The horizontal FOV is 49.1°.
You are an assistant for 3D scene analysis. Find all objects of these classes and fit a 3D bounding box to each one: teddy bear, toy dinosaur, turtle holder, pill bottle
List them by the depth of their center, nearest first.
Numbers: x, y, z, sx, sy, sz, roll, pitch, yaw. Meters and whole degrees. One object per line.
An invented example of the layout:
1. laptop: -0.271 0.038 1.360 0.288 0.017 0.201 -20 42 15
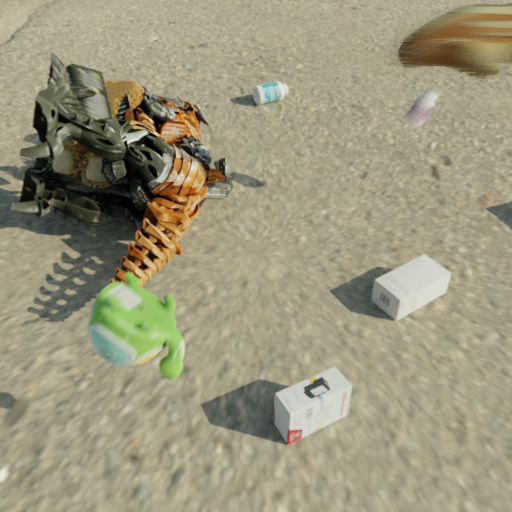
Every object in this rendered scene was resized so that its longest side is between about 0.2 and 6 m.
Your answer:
1. turtle holder: -1.294 0.814 6.139 1.124 0.798 0.854 24 24 -23
2. pill bottle: 2.951 -2.638 9.944 0.327 0.582 0.327 27 19 -10
3. toy dinosaur: -2.119 -1.583 10.118 3.752 2.824 5.529 16 21 -18
4. teddy bear: -3.384 -2.629 12.595 2.367 1.090 3.264 -7 48 3
5. pill bottle: 0.391 -4.308 14.775 0.888 0.492 0.492 -18 44 -19

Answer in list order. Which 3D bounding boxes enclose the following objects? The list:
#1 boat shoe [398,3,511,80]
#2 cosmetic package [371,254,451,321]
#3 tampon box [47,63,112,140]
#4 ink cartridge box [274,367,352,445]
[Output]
1. boat shoe: 3.142 -2.907 7.693 2.266 0.857 0.837 -14 83 -4
2. cosmetic package: 2.542 0.501 9.200 1.160 0.492 0.624 -22 44 -24
3. tampon box: -3.202 -2.756 10.189 0.818 1.092 0.689 -17 -7 35
4. ink cartridge box: 0.737 1.962 7.361 0.946 0.689 0.392 -19 43 -22
